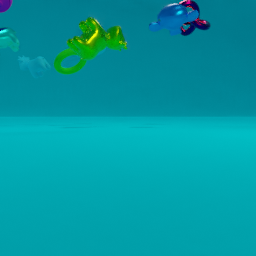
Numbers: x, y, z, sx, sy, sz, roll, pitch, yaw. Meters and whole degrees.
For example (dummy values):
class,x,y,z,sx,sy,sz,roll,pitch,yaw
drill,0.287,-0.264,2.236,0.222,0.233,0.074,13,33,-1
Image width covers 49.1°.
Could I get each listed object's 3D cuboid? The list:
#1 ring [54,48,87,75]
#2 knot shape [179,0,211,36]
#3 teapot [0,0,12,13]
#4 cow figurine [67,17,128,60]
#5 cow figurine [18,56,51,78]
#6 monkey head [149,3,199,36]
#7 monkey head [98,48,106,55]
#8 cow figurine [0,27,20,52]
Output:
class,x,y,z,sx,sy,sz,roll,pitch,yaw
ring,-1.842,-2.132,9.002,1.106,0.221,1.106,-23,-22,-10
knot shape,2.046,-3.693,9.627,1.410,0.652,1.320,29,-7,-19
teapot,-3.596,-3.505,7.694,0.834,1.342,0.657,-2,45,-38
cow figurine,-0.721,-2.183,7.202,1.342,1.364,0.749,39,-19,-32
cow figurine,-3.209,-2.183,9.495,0.984,0.968,0.540,-31,6,29
monkey head,1.125,-2.607,6.913,1.201,0.864,0.724,-12,40,13
monkey head,-1.217,-3.160,10.445,1.210,0.870,0.729,-32,20,-8
cow figurine,-3.863,-2.680,7.950,1.285,1.265,0.706,-26,-2,-27
